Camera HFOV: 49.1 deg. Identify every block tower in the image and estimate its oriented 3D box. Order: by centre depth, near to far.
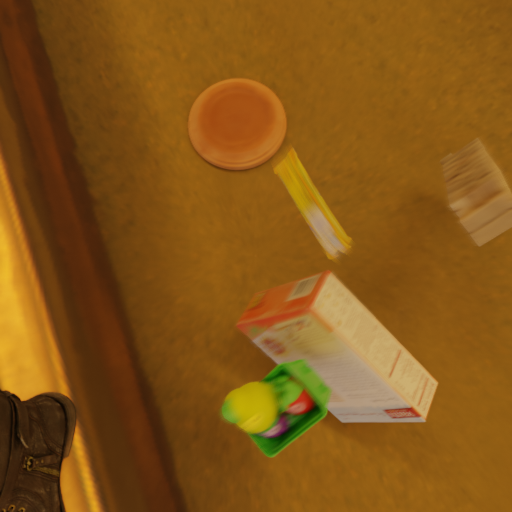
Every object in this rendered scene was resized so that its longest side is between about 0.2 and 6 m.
[{"bbox_3d":[3.015,-0.967,7.636,0.672,2.324,0.628,-36,101,25],"label":"block tower"}]

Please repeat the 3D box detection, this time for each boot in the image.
[{"bbox_3d":[-3.353,3.164,7.108,1.168,2.937,3.373,2,77,1],"label":"boot"}]

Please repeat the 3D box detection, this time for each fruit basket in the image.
[{"bbox_3d":[0.168,1.772,6.442,1.219,1.219,0.879,-40,78,-8],"label":"fruit basket"}]

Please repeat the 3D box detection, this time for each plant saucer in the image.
[{"bbox_3d":[-0.333,-2.330,9.668,1.709,0.320,1.709,0,76,1],"label":"plant saucer"}]

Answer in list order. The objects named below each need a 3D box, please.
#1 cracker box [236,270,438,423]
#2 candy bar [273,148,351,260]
[{"bbox_3d":[1.076,1.316,7.525,2.328,1.559,0.671,45,55,-18],"label":"cracker box"},{"bbox_3d":[0.611,-0.598,6.315,0.368,0.164,1.478,-43,58,26],"label":"candy bar"}]
